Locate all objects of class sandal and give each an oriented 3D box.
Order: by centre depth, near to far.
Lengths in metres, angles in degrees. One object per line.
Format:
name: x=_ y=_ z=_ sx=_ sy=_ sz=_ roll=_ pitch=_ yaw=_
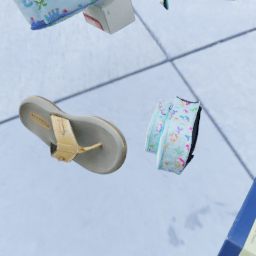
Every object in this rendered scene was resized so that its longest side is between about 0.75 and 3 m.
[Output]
sandal: x=-1.372 y=0.166 z=5.811 sx=2.991 sy=1.201 sz=0.808 roll=24 pitch=26 yaw=25

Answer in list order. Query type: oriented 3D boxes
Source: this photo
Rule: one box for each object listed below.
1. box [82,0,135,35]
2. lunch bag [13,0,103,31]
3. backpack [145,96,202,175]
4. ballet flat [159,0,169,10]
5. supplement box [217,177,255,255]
box: x=-0.622 y=-3.404 z=8.025 sx=0.935 sy=0.797 sz=1.463 roll=-35 pitch=47 yaw=-15
lunch bag: x=-1.260 y=-3.436 z=6.757 sx=2.615 sy=1.078 sz=2.102 roll=-21 pitch=31 yaw=16
backpack: x=0.779 y=0.153 z=4.876 sx=0.919 sy=1.083 sz=1.220 roll=10 pitch=51 yaw=4
ballet flat: x=1.105 y=-3.993 z=8.635 sx=0.282 sy=0.825 sz=0.281 roll=5 pitch=66 yaw=13
supplement box: x=2.246 y=1.864 z=3.607 sx=1.950 sy=1.952 sz=1.310 roll=26 pitch=52 yaw=26
